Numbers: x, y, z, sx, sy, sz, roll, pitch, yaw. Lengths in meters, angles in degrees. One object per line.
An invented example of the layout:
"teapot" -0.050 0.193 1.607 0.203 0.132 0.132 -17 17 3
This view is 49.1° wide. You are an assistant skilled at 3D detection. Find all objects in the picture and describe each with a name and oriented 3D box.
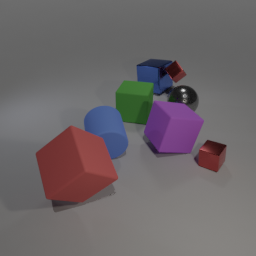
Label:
"cylinder" -0.805 0.164 9.950 1.400 1.400 1.400 -6 44 -10
"cube" 2.395 -2.813 14.045 0.700 0.700 0.700 60 18 23
"cube" 1.441 -2.789 14.912 1.400 1.400 1.400 15 34 34
"cube" 0.310 -1.158 12.367 1.400 1.400 1.400 7 32 12
"cube" -1.376 1.022 7.550 1.400 1.400 1.400 -36 58 18
"cube" 1.625 -0.041 10.246 1.400 1.400 1.400 4 28 -25
"cube" 2.874 0.934 9.543 0.700 0.700 0.700 17 38 33
"ball" 2.432 -1.195 12.438 1.400 1.400 1.400 0 31 0
